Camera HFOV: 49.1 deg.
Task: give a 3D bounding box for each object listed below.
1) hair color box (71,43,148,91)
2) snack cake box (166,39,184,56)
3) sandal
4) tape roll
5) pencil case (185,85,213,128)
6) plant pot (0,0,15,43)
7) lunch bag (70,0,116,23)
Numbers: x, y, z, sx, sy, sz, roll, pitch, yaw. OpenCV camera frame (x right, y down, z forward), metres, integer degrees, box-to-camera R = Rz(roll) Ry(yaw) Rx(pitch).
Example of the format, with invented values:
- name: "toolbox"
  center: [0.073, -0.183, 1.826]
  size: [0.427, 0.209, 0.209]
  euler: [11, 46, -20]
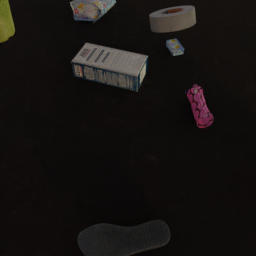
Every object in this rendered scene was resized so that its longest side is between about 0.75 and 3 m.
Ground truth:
- name: "hair color box"
  center: [-0.685, -2.432, 11.059]
  size: [2.694, 0.815, 1.347]
  euler: [16, 52, 13]
- name: "snack cake box"
  center: [2.068, -3.568, 12.352]
  size: [0.487, 0.284, 0.847]
  euler: [-13, 51, -12]
- name: "sandal"
  center: [-0.089, 2.842, 6.991]
  size: [2.318, 0.496, 0.882]
  euler: [0, 57, -12]
- name: "tape roll"
  center: [1.403, -3.448, 8.833]
  size: [1.428, 0.472, 1.428]
  euler: [-10, 31, 6]
- name: "pencil case"
  center: [2.492, -0.774, 9.761]
  size: [0.689, 0.711, 1.518]
  euler: [-6, 51, -6]
- name: "plant pot"
  center: [-3.864, -3.217, 7.776]
  size: [1.529, 1.406, 1.529]
  euler: [0, 56, 1]
- name: "lunch bag"
  center: [-1.673, -5.983, 13.838]
  size: [1.778, 1.130, 1.507]
  euler: [10, 49, 21]
